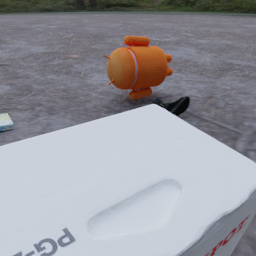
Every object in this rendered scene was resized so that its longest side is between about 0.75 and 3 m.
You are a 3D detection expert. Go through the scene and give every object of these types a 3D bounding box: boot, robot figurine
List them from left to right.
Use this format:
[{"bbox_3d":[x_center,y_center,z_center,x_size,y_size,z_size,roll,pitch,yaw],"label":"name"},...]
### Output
[{"bbox_3d":[0.314,-1.917,8.828,2.276,1.637,1.327,-11,48,-28],"label":"robot figurine"},{"bbox_3d":[1.137,-0.634,7.746,1.041,0.392,0.778,-38,45,-26],"label":"boot"}]

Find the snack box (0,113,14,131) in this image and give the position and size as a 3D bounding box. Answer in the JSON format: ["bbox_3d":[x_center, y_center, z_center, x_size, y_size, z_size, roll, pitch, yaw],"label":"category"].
[{"bbox_3d":[-3.324,-0.152,7.312,0.491,0.157,0.845,-11,27,-30],"label":"snack box"}]

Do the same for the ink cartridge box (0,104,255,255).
[{"bbox_3d":[-0.284,1.178,1.900,1.705,2.355,0.993,-18,42,-39],"label":"ink cartridge box"}]
